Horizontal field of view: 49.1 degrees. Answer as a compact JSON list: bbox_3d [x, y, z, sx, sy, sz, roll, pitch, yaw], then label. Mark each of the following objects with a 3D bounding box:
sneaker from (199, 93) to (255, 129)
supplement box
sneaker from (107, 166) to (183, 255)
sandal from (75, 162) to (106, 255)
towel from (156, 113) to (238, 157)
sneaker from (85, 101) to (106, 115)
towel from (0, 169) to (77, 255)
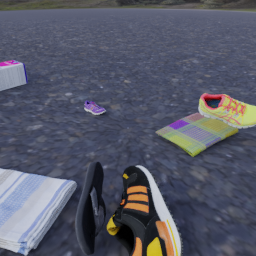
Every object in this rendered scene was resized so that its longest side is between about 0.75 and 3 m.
[{"bbox_3d":[2.568,-0.490,7.106,1.683,0.760,0.658,13,68,27],"label":"sneaker"},{"bbox_3d":[-5.318,-2.170,11.793,0.918,0.938,1.814,23,37,34],"label":"supplement box"},{"bbox_3d":[0.076,1.481,5.058,1.053,0.818,2.339,-5,31,-16],"label":"sneaker"},{"bbox_3d":[-0.579,1.313,4.892,0.354,0.629,1.653,-7,53,14],"label":"sandal"},{"bbox_3d":[2.062,0.112,8.257,2.133,0.243,1.532,-22,36,-34],"label":"towel"},{"bbox_3d":[-1.165,-0.712,9.639,0.909,0.379,0.367,19,34,30],"label":"sneaker"},{"bbox_3d":[-2.562,1.451,5.673,2.605,0.310,1.913,8,28,15],"label":"towel"}]
